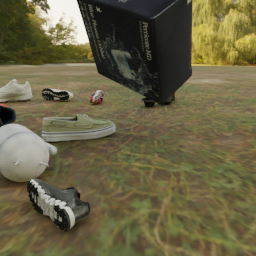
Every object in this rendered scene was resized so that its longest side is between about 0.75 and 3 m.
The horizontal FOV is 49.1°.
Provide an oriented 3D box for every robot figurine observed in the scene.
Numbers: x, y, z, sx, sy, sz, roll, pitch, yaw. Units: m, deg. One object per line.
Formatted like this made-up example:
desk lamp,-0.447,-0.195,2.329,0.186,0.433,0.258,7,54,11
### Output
robot figurine,-2.161,0.469,5.512,1.414,0.942,1.668,-8,17,-36

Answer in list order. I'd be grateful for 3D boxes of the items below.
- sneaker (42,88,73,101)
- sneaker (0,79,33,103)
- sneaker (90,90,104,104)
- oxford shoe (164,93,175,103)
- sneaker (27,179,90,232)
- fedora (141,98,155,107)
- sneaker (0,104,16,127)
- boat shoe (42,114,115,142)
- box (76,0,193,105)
sneaker,-3.484,-1.606,13.863,1.687,0.622,0.675,11,8,18
sneaker,-5.739,-1.778,13.384,2.153,1.072,0.806,-9,19,-24
sneaker,-1.379,-1.392,13.170,0.490,0.529,1.312,17,25,5
oxford shoe,1.807,-1.627,13.297,0.724,0.840,1.991,7,18,16
sneaker,-1.062,1.098,4.301,1.308,0.435,0.592,19,21,41
fedora,0.964,-1.134,12.368,0.790,0.361,0.790,-2,17,1
sneaker,-4.288,-0.221,7.769,1.201,1.065,2.841,0,15,18
boat shoe,-1.351,-0.053,7.930,2.117,0.657,0.762,-7,17,-24
box,0.234,-2.232,6.914,2.418,2.378,1.420,31,62,32
